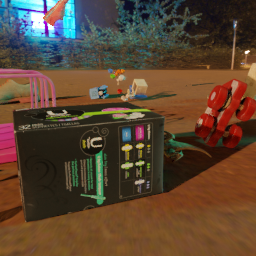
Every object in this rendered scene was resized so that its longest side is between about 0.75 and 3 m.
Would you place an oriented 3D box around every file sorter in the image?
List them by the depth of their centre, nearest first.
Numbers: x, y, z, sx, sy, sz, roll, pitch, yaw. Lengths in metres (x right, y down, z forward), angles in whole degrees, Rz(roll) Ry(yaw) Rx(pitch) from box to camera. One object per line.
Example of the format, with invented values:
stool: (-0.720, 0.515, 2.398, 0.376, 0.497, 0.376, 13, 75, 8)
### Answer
file sorter: (-2.543, -0.411, 5.709, 1.709, 1.542, 2.459, -7, 16, -28)

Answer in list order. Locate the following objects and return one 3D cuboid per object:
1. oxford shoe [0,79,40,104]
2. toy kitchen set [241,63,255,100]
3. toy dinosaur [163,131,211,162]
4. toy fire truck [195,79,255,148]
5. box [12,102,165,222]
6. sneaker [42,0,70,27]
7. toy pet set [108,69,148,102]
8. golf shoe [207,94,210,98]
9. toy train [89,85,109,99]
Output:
oxford shoe: (-4.890, -1.468, 11.165, 2.585, 0.967, 0.911, -8, 16, -30)
toy kitchen set: (5.984, -1.288, 10.490, 2.024, 1.488, 2.526, -9, 36, -33)
toy dinosaur: (0.668, 0.307, 4.775, 1.682, 0.490, 0.850, -1, -3, 1)
toy fire truck: (1.893, -0.343, 5.813, 0.809, 1.443, 1.212, 20, 17, -7)
box: (-0.562, 0.304, 3.774, 1.751, 1.088, 1.300, -7, 16, -22)
sneaker: (-2.611, -4.459, 10.711, 1.402, 0.608, 0.517, -46, 26, -3)
toy pet set: (-0.027, -1.694, 12.063, 1.547, 0.880, 1.657, -2, 45, -21)
golf shoe: (3.962, -1.504, 12.305, 0.693, 0.558, 1.425, 3, 12, 36)
toy train: (-1.316, -1.649, 12.826, 0.749, 0.568, 1.311, -5, 13, 4)
